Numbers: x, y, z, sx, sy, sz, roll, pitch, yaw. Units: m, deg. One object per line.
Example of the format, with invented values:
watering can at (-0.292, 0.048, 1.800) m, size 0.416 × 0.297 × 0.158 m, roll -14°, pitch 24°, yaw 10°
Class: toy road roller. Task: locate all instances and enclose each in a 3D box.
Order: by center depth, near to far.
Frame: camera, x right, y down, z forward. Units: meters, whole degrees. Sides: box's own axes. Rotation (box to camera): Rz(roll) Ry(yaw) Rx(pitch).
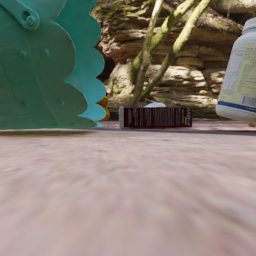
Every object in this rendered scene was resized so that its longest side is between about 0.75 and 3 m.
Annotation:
toy road roller at (-1.357, -0.595, 10.081) m, size 1.053 × 1.251 × 1.714 m, roll 0°, pitch -38°, yaw -40°

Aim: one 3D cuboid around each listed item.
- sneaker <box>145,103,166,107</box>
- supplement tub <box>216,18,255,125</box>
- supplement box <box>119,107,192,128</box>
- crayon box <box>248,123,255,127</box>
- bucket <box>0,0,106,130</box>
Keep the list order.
sneaker at (0.643, -0.494, 10.462) m, size 1.953 × 0.702 × 0.708 m, roll -15°, pitch 22°, yaw -23°
supplement tub at (2.328, -0.901, 4.859) m, size 1.222 × 1.686 × 1.222 m, roll 14°, pitch 6°, yaw -2°
supplement box at (0.616, -0.249, 6.709) m, size 1.655 × 0.504 × 0.900 m, roll -1°, pitch 1°, yaw -2°
crayon box at (3.631, -1.081, 8.089) m, size 0.594 × 2.038 × 1.758 m, roll -12°, pitch -5°, yaw 29°
bucket at (-1.504, -1.333, 4.309) m, size 1.988 × 3.056 × 3.056 m, roll -5°, pitch 1°, yaw 1°
